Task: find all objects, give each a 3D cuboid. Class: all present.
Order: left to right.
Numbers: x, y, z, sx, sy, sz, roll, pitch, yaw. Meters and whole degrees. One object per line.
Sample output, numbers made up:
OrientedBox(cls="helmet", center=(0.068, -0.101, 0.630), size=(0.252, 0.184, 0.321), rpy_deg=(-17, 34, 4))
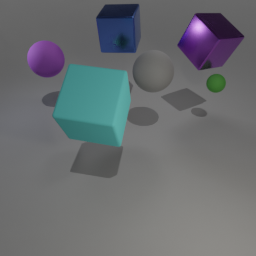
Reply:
OrientedBox(cls="ball", center=(-3.181, -2.675, 10.912), size=(1.400, 1.400, 1.400), rpy_deg=(0, 34, 0))
OrientedBox(cls="cube", center=(-0.778, -0.508, 6.763), size=(1.400, 1.400, 1.400), rpy_deg=(9, 68, 8))
OrientedBox(cls="cube", center=(-0.309, -3.855, 10.842), size=(1.400, 1.400, 1.400), rpy_deg=(4, 42, 10))
OrientedBox(cls="ball", center=(0.849, -1.901, 9.435), size=(1.400, 1.400, 1.400), rpy_deg=(0, 34, 0))
OrientedBox(cls="cube", center=(2.931, -3.114, 10.066), size=(1.400, 1.400, 1.400), rpy_deg=(-16, 61, -33))
OrientedBox(cls="ball", center=(3.289, -1.669, 10.462), size=(0.700, 0.700, 0.700), rpy_deg=(0, 34, 0))
